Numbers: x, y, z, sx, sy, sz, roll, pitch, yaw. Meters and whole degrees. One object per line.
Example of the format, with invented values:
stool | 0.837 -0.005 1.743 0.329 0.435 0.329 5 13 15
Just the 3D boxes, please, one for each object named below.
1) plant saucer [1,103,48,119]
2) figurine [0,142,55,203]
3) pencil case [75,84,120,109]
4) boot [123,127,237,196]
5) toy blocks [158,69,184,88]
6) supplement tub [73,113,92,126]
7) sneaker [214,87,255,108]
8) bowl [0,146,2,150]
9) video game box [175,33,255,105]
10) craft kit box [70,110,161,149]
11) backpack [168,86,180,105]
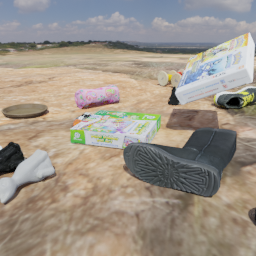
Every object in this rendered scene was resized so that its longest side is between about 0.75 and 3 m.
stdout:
plant saucer | -4.309 -0.707 11.759 1.849 0.272 1.849 1 19 0
figurine | -2.685 1.020 6.232 1.541 0.663 1.503 11 29 28
pencil case | -1.387 -1.493 13.076 2.139 0.935 0.935 -15 24 -35
boot | 1.458 0.508 7.065 2.250 0.896 2.729 19 28 22
toy blocks | 3.638 -3.252 18.256 2.666 0.968 2.222 -13 22 -34
supplement tub | -1.585 -0.220 9.930 0.501 0.501 0.818 5 19 15
sneaker | 5.169 -1.258 12.754 2.342 0.872 0.991 -11 25 -4
bowl | -3.649 0.790 6.983 1.017 0.457 1.017 1 19 0
video game box | 2.699 -1.828 8.598 2.133 0.548 2.341 -15 32 35
craft kit box | -0.290 0.003 9.263 2.381 0.585 2.411 8 20 15
backpack | 2.410 -1.541 13.547 0.678 0.894 1.071 27 23 14
